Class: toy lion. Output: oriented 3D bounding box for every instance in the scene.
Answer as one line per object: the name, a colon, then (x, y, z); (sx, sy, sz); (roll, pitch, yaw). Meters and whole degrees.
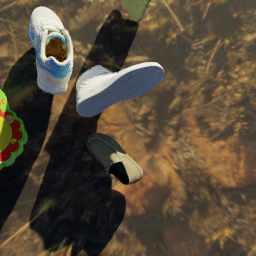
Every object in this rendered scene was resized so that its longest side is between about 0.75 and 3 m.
toy lion: (-3.637, -0.076, 7.031); (2.193, 0.785, 2.287); (7, 64, -9)

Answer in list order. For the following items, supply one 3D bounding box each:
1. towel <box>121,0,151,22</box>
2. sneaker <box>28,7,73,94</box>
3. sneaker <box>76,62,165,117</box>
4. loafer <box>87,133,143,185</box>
towel: (0.194, -3.738, 7.569); (0.302, 1.654, 1.227); (-33, 85, -16)
sneaker: (-1.923, -2.246, 7.231); (1.045, 1.104, 2.732); (-3, 60, -29)
sneaker: (-0.316, -1.285, 7.069); (2.288, 0.843, 1.322); (-23, 45, 6)
loafer: (-0.358, 0.742, 6.731); (1.646, 0.555, 0.626); (38, 117, 8)
